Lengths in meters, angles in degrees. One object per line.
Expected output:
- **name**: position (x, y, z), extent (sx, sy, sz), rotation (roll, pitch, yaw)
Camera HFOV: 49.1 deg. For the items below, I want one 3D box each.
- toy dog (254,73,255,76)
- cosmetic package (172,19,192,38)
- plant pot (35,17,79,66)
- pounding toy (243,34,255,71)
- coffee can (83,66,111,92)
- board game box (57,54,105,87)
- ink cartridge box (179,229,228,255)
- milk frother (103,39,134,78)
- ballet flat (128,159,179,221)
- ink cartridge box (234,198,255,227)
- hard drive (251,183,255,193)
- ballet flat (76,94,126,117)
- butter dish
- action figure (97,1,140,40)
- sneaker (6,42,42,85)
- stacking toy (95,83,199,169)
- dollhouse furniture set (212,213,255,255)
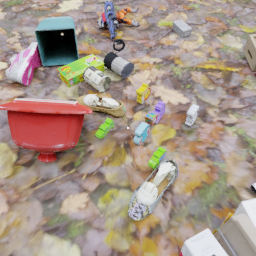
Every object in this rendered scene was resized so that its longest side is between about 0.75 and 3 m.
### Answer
- **toy dog**: position (5.883, -2.453, 10.885), extent (2.318, 1.529, 1.116), rotation (-13, 10, -17)
- **cosmetic package**: position (2.554, -4.715, 13.288), extent (0.518, 0.437, 0.970), rotation (-21, 55, -13)
- **plant pot**: position (-2.904, -3.872, 11.875), extent (1.514, 1.515, 2.143), rotation (-5, 42, -5)
- **pounding toy**: position (5.693, -3.176, 11.635), extent (1.492, 1.152, 1.621), rotation (-5, 59, -4)
- **coffee can**: position (-1.182, -1.854, 10.599), extent (0.658, 0.658, 0.900), rotation (-35, 58, -27)
- **board game box**: position (-1.865, -2.315, 11.181), extent (1.676, 0.399, 0.851), rotation (-31, 55, -24)
- **ink cartridge box**: position (1.810, 3.140, 5.860), extent (0.661, 1.151, 1.585), rotation (-22, 52, -18)
- **milk frother**: position (-0.262, -2.768, 11.099), extent (1.074, 1.142, 1.031), rotation (36, 54, 27)
- **ballet flat**: position (0.699, 1.550, 7.574), extent (0.742, 0.742, 2.062), rotation (31, 56, 24)
- **ink cartridge box**: position (3.915, 2.418, 6.665), extent (2.162, 0.895, 1.584), rotation (-10, 49, -8)
- **hard drive**: position (4.024, 1.733, 7.758), extent (0.979, 0.185, 0.684), rotation (-13, 50, -13)
- **ballet flat**: position (-0.966, -0.904, 9.782), extent (1.895, 0.597, 0.651), rotation (13, 58, 12)
- **butter dish**: position (-2.337, 0.101, 8.221), extent (2.498, 1.847, 2.491), rotation (3, 5, -8)
- **action figure**: position (-0.461, -4.964, 13.377), extent (2.041, 1.104, 2.110), rotation (-4, 74, 6)
- **sneaker**: position (-4.155, -2.674, 11.150), extent (1.002, 0.924, 2.270), rotation (8, 49, 4)
- **stacking toy**: position (0.700, -0.144, 9.156), extent (2.211, 0.689, 2.932), rotation (27, 56, 24)
- **dollhouse furniture set**: position (3.053, 3.095, 5.917), extent (1.056, 1.367, 2.735), rotation (-9, 49, -26)
